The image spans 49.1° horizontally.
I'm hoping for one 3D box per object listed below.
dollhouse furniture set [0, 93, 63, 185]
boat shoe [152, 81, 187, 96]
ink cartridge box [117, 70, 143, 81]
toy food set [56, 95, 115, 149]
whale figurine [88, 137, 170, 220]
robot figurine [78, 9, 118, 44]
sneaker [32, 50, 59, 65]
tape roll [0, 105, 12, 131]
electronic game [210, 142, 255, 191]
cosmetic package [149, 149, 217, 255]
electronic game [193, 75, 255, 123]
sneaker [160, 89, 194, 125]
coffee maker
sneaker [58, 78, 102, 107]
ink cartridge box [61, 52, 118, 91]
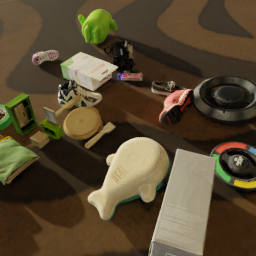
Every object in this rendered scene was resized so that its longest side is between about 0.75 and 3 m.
[{"bbox_3d":[-3.830,0.271,9.538,1.786,1.368,2.726,22,47,25],"label":"dollhouse furniture set"},{"bbox_3d":[1.848,-1.779,12.271,1.595,0.545,0.589,12,47,12],"label":"boat shoe"},{"bbox_3d":[0.092,-2.484,13.215,1.200,0.222,0.568,0,46,3],"label":"ink cartridge box"},{"bbox_3d":[-1.694,-0.181,10.765,1.563,0.454,2.264,-41,62,-16],"label":"toy food set"},{"bbox_3d":[0.109,1.616,8.622,2.746,1.425,2.184,-47,49,-9],"label":"whale figurine"},{"bbox_3d":[-1.663,-5.598,15.426,2.089,1.378,2.381,9,47,10],"label":"robot figurine"},{"bbox_3d":[-4.216,-3.664,14.162,1.356,0.546,0.600,-21,42,-18],"label":"sneaker"},{"bbox_3d":[-5.269,-0.394,11.082,1.316,0.316,1.316,0,45,0],"label":"tape roll"},{"bbox_3d":[3.758,1.239,9.410,1.999,0.416,1.999,0,46,0],"label":"electronic game"},{"bbox_3d":[1.545,2.194,7.688,1.323,1.567,2.933,12,45,11],"label":"cosmetic package"},{"bbox_3d":[4.212,-1.270,11.696,2.975,0.619,2.975,-6,44,6],"label":"electronic game"},{"bbox_3d":[1.811,-0.842,11.372,0.947,0.805,2.183,14,45,41],"label":"sneaker"},{"bbox_3d":[-0.425,-3.468,13.760,1.452,1.018,1.512,-17,43,13],"label":"coffee maker"},{"bbox_3d":[-2.018,-1.510,11.568,1.808,1.177,0.722,1,46,1],"label":"sneaker"},{"bbox_3d":[-1.705,-2.534,12.786,2.367,0.797,1.386,27,51,27],"label":"ink cartridge box"}]
